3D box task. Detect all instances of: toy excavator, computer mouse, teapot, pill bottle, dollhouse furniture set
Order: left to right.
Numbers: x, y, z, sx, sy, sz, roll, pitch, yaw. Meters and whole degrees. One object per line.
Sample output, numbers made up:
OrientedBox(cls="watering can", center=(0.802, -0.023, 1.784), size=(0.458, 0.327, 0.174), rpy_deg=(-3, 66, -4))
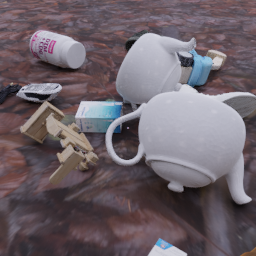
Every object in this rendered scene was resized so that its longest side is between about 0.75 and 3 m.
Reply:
OrientedBox(cls="computer mouse", center=(-3.549, -1.227, 10.203), size=(2.431, 0.533, 1.333), rpy_deg=(3, 30, 14))
OrientedBox(cls="pill bottle", center=(-3.188, -3.545, 12.737), size=(2.418, 1.371, 1.371), rpy_deg=(23, 41, 30))
OrientedBox(cls="dollhouse furniture set", center=(-1.776, 0.521, 7.389), size=(1.077, 1.261, 2.434), rpy_deg=(-47, 43, 5))
OrientedBox(cls="teapot", center=(0.798, -1.500, 8.298), size=(1.657, 2.269, 2.239), rpy_deg=(33, 84, 9))
OrientedBox(cls="teapot", center=(1.256, 0.493, 6.445), size=(2.630, 2.596, 1.921), rpy_deg=(4, 67, 43))
OrientedBox(cls="toy excavator", center=(2.957, -2.563, 11.587), size=(2.879, 1.438, 2.800), rpy_deg=(8, 36, -10))

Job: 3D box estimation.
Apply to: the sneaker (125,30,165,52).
OrientedBox(cls="sneaker", center=(1.289, -4.458, 14.371), size=(2.618, 1.001, 1.500), rpy_deg=(5, 41, 17))

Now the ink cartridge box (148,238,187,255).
OrientedBox(cls="ink cartridge box", center=(0.580, 2.467, 4.820), size=(0.561, 0.552, 0.763), rpy_deg=(22, 41, 28))

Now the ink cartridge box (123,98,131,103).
OrientedBox(cls="ink cartridge box", center=(0.642, -1.602, 10.805), size=(1.715, 0.602, 2.110), rpy_deg=(-2, 27, -2))

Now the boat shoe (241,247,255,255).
OrientedBox(cls="boat shoe", center=(2.727, 2.333, 4.942), size=(2.266, 0.798, 0.797), rpy_deg=(-21, 78, -24))

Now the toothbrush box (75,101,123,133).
OrientedBox(cls="toothbrush box", center=(-0.877, -0.359, 8.845), size=(1.374, 0.586, 1.006), rpy_deg=(1, 35, 2))

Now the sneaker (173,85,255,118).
OrientedBox(cls="sneaker", center=(2.585, -0.941, 9.251), size=(2.977, 1.097, 1.721), rpy_deg=(-10, 39, -12))
